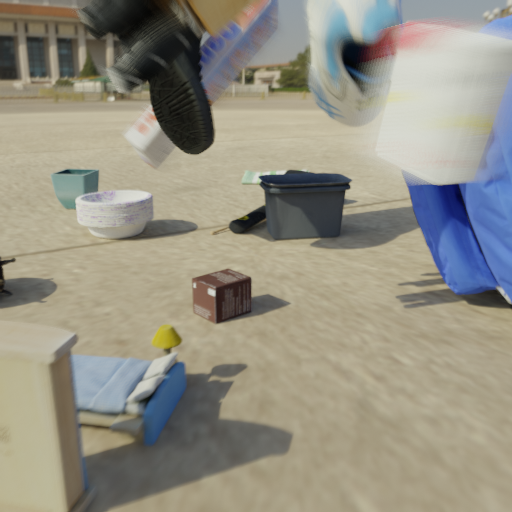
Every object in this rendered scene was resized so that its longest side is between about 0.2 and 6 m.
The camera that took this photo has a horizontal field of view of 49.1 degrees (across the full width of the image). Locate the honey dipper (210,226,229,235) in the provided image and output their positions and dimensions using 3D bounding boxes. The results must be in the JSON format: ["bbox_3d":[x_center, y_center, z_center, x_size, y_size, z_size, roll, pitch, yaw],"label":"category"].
[{"bbox_3d":[-0.561,-0.510,10.239,0.146,0.146,0.771,15,26,39],"label":"honey dipper"}]

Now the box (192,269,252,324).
[{"bbox_3d":[-0.402,0.466,6.638,0.560,0.460,0.464,-15,23,-38],"label":"box"}]

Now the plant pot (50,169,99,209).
[{"bbox_3d":[-3.826,-1.411,11.962,0.770,0.784,0.768,2,17,8],"label":"plant pot"}]

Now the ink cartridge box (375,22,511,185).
[{"bbox_3d":[1.142,-0.945,3.471,0.354,0.849,0.616,-8,32,-31],"label":"ink cartridge box"}]

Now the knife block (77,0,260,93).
[{"bbox_3d":[-0.336,-2.351,4.565,2.363,0.756,2.074,-5,52,36],"label":"knife block"}]

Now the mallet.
[{"bbox_3d":[0.622,-1.031,11.279,1.117,0.698,3.393,11,25,20],"label":"mallet"}]

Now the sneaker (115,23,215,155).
[{"bbox_3d":[-1.068,-3.013,7.788,0.890,2.963,1.545,-14,21,42],"label":"sneaker"}]

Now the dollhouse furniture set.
[{"bbox_3d":[-1.631,0.804,4.345,1.766,1.221,1.871,4,18,12],"label":"dollhouse furniture set"}]

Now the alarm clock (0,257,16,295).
[{"bbox_3d":[-3.918,0.321,6.963,1.639,0.546,1.106,-2,18,-13],"label":"alarm clock"}]

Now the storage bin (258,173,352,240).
[{"bbox_3d":[0.814,-0.885,9.915,1.543,1.036,1.123,-2,18,-10],"label":"storage bin"}]

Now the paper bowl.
[{"bbox_3d":[-2.500,-0.732,9.987,1.333,0.693,1.333,0,18,0],"label":"paper bowl"}]

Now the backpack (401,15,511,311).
[{"bbox_3d":[3.698,-1.005,6.259,3.894,3.771,4.641,-22,8,28],"label":"backpack"}]

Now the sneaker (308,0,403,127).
[{"bbox_3d":[0.913,-1.633,4.987,0.792,0.799,2.205,-27,-16,5],"label":"sneaker"}]

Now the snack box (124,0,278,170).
[{"bbox_3d":[-0.776,-2.785,8.776,0.387,3.182,1.144,39,-4,6],"label":"snack box"}]

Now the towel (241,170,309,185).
[{"bbox_3d":[0.560,-2.132,15.161,1.818,0.213,1.387,1,19,3],"label":"towel"}]
